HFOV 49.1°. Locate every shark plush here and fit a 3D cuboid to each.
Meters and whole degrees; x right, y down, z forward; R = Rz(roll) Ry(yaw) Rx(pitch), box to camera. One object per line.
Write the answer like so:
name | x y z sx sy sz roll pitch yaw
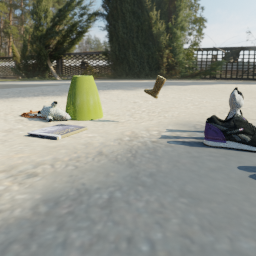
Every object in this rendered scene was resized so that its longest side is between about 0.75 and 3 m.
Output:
shark plush | -3.581 -0.571 12.957 2.076 0.943 0.864 -7 -19 39

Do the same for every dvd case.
dvd case | -2.558 0.105 10.372 1.367 0.147 1.839 6 14 25

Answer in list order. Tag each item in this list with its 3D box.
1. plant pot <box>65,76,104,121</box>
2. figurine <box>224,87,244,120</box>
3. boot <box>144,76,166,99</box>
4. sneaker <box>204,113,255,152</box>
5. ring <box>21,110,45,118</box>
plant pot | -2.093 -1.472 13.238 1.839 1.965 1.839 0 12 0
figurine | 3.659 -0.517 9.653 0.737 1.672 1.713 5 14 21
boot | 1.143 -1.799 11.864 0.798 0.911 0.301 33 25 27
sneaker | 3.483 0.096 8.384 2.337 1.023 0.885 4 13 18
ring | -4.352 -0.757 14.134 1.988 0.191 1.988 -1 12 0
